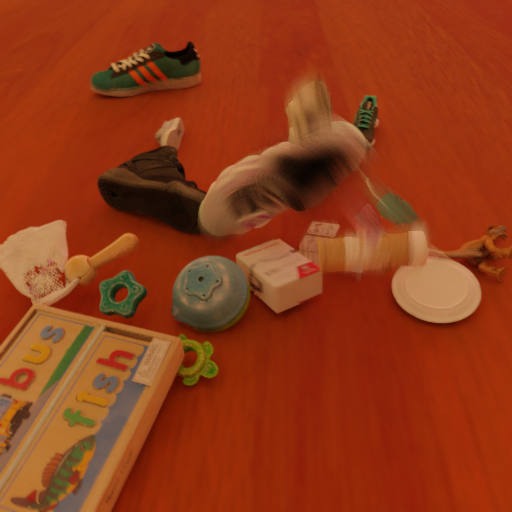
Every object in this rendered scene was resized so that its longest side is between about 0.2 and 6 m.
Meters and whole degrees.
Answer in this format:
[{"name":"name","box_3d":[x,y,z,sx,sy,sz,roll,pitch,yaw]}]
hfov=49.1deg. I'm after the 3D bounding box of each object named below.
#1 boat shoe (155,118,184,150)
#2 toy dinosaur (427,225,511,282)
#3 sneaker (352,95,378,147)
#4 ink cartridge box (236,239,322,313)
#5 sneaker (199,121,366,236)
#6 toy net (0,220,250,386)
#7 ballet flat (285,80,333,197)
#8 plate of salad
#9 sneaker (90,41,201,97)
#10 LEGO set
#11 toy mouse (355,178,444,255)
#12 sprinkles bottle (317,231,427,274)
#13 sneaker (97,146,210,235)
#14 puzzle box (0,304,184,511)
[{"name":"boat shoe","box_3d":[-2.254,-3.031,14.263,0.551,0.540,1.547,-7,35,13]},{"name":"toy dinosaur","box_3d":[4.039,-0.042,10.441,2.352,0.710,1.249,-12,28,-35]},{"name":"sneaker","box_3d":[2.782,-3.518,14.490,0.770,0.905,1.984,8,40,11]},{"name":"ink cartridge box","box_3d":[0.381,0.317,9.850,0.970,0.557,1.335,-21,34,-24]},{"name":"sneaker","box_3d":[0.234,-1.170,9.217,3.289,1.279,2.301,-31,8,17]},{"name":"toy net","box_3d":[-2.406,0.716,9.322,4.394,0.849,2.305,11,70,14]},{"name":"ballet flat","box_3d":[1.052,-2.539,11.445,1.057,0.952,2.807,15,66,-43]},{"name":"plate of salad","box_3d":[3.126,0.608,9.777,1.491,0.358,1.491,-5,47,5]},{"name":"sneaker","box_3d":[-3.352,-5.737,16.902,3.377,1.349,1.205,-14,41,-17]},{"name":"LEGO set","box_3d":[1.747,-0.050,10.731,1.833,0.450,1.370,8,42,24]},{"name":"toy mouse","box_3d":[1.911,-0.512,8.562,0.304,1.396,1.571,-33,13,-30]},{"name":"sprinkles bottle","box_3d":[1.621,-0.049,7.924,1.488,0.508,0.508,-5,38,5]},{"name":"sneaker","box_3d":[-1.665,-1.485,11.727,3.066,1.172,1.756,17,48,29]},{"name":"puzzle box","box_3d":[-2.795,2.347,7.174,2.520,0.482,3.788,10,46,14]}]
